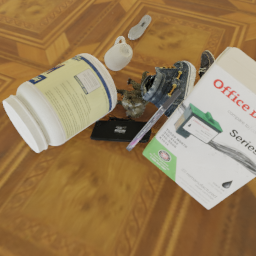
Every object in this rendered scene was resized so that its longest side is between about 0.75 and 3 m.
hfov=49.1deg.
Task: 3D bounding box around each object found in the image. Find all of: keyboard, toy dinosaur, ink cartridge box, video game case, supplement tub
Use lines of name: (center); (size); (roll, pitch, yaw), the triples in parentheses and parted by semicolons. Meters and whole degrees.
keyboard: (-0.130, 0.058, 6.989); (1.548, 0.307, 0.806); (4, 56, 22)
toy dinosaur: (0.240, -0.858, 7.533); (1.015, 0.764, 1.984); (25, 40, 19)
ink cartridge box: (1.721, 0.090, 5.286); (1.849, 2.531, 1.067); (40, 43, 7)
video game case: (0.432, -0.129, 4.736); (0.104, 1.099, 0.785); (42, 38, 3)
supplement tub: (-1.555, -0.600, 6.662); (2.245, 1.628, 1.628); (-36, 61, -26)

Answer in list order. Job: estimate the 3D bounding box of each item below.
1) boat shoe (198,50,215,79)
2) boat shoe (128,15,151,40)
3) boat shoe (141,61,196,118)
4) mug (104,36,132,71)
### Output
boat shoe: (2.100, -1.486, 7.520); (0.373, 0.432, 1.188); (-11, 95, -28)
boat shoe: (0.409, -3.412, 9.670); (0.397, 0.327, 1.157); (39, 72, 0)
boat shoe: (1.060, -1.283, 7.237); (1.132, 0.882, 2.494); (34, 37, -15)
mug: (-0.241, -2.249, 8.273); (0.675, 0.801, 0.914); (3, 80, -27)
